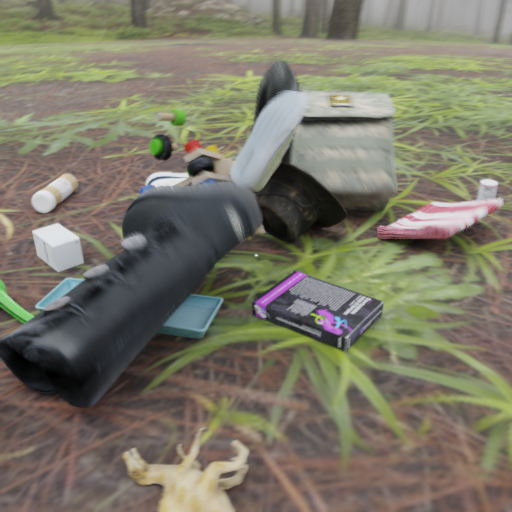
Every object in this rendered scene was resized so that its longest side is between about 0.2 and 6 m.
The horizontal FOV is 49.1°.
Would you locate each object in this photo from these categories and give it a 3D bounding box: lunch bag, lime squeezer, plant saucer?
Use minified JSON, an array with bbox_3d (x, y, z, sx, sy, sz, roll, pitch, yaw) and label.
[{"bbox_3d":[1.854,-2.512,12.545,2.303,2.808,1.651,1,-15,0],"label":"lunch bag"},{"bbox_3d":[-4.750,0.835,8.805,3.416,0.644,1.206,0,57,-2],"label":"lime squeezer"},{"bbox_3d":[-2.006,0.836,8.949,2.825,0.268,0.988,7,28,12],"label":"plant saucer"}]

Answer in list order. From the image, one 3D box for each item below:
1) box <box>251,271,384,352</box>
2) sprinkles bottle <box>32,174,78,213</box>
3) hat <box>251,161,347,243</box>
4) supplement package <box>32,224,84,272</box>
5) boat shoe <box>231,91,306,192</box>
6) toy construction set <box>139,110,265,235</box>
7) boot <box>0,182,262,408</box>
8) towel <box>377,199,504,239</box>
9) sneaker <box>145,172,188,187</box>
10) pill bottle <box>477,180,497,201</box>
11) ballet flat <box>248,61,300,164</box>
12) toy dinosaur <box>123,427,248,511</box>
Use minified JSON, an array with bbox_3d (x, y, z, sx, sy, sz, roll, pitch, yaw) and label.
[{"bbox_3d":[0.970,0.830,8.894,1.729,0.312,1.236,18,32,33],"label":"box"},{"bbox_3d":[-4.744,-1.496,13.277,0.493,0.493,1.446,4,27,7],"label":"sprinkles bottle"},{"bbox_3d":[0.594,-0.870,11.058,2.403,2.403,0.969,15,72,27],"label":"hat"},{"bbox_3d":[-3.749,-0.166,10.590,0.548,0.546,0.934,-23,34,-37],"label":"supplement package"},{"bbox_3d":[0.266,-2.029,10.010,0.699,1.940,0.602,43,11,34],"label":"boat shoe"},{"bbox_3d":[-0.793,-1.243,11.456,2.134,2.316,2.777,-10,49,-44],"label":"toy construction set"},{"bbox_3d":[-2.145,0.431,8.573,3.283,1.307,3.983,-11,31,45],"label":"boot"},{"bbox_3d":[3.818,-0.801,11.578,2.336,0.266,1.683,-23,16,-38],"label":"towel"},{"bbox_3d":[-1.414,-1.482,13.095,2.259,0.863,0.909,-11,42,-14],"label":"sneaker"},{"bbox_3d":[5.295,-1.389,12.880,0.375,0.661,0.375,0,28,0],"label":"pill bottle"},{"bbox_3d":[0.333,-2.463,11.421,1.007,3.030,0.861,13,47,-4],"label":"ballet flat"},{"bbox_3d":[-0.492,2.402,5.730,1.988,0.579,1.005,14,45,41],"label":"toy dinosaur"}]
